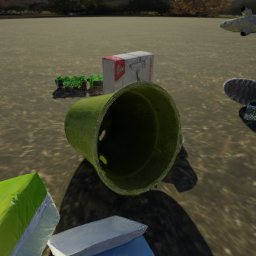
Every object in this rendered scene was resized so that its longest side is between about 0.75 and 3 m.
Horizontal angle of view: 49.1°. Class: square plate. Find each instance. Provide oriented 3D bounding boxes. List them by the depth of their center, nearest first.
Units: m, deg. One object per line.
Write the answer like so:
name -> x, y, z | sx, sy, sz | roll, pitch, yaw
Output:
square plate -> -0.523, 1.644, 4.201 | 1.303, 0.185, 1.291 | -11, -4, -25

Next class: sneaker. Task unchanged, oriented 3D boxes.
sneaker -> 4.172, -0.681, 9.133 | 0.497, 0.553, 1.281 | 15, 30, 27
sneaker -> 4.630, -1.279, 10.203 | 2.449, 0.915, 1.004 | 11, 18, 0

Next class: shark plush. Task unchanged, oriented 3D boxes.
shark plush -> 3.492, -2.941, 7.895 | 1.680, 0.763, 0.700 | -12, 5, -18

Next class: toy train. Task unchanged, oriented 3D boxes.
toy train -> -2.030, -1.959, 11.930 | 2.133, 0.445, 0.602 | -5, 37, -9

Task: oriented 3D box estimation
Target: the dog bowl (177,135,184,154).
dog bowl -> 0.853, 0.385, 7.212 | 1.144, 0.336, 1.144 | 0, 27, 0

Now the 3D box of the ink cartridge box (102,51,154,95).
ink cartridge box -> 0.037, -2.124, 11.000 | 2.034, 1.490, 0.842 | -21, 33, -37

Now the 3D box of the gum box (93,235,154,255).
gum box -> -0.418, 2.307, 3.106 | 2.129, 0.474, 1.809 | -11, 28, -19

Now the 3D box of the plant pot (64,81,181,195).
plant pot -> -0.352, 0.087, 6.229 | 2.227, 2.227, 2.115 | -19, 19, -34

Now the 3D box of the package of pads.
package of pads -> -2.214, 1.784, 3.026 | 2.116, 0.934, 2.739 | -17, 21, 18
